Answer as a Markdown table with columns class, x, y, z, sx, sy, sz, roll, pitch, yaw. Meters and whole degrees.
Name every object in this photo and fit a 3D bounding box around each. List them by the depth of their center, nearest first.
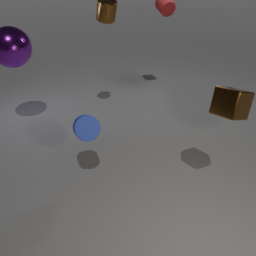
| class | x | y | z | sx | sy | sz | roll | pitch | yaw |
| --- | --- | --- | --- | --- | --- | --- | --- | --- | --- |
| cube | 2.546 | -0.616 | 6.898 | 0.700 | 0.700 | 0.700 | -3 | 20 | -39 |
| cylinder | -1.150 | -0.011 | 7.713 | 0.700 | 0.700 | 0.700 | -8 | 6 | -14 |
| ball | -4.055 | -2.792 | 9.702 | 1.400 | 1.400 | 1.400 | 0 | 31 | 0 |
| cylinder | -0.761 | -4.180 | 9.941 | 0.700 | 0.700 | 0.700 | 7 | 44 | -7 |
| cylinder | 1.631 | -5.346 | 12.235 | 0.700 | 0.700 | 0.700 | -11 | 52 | -18 |
